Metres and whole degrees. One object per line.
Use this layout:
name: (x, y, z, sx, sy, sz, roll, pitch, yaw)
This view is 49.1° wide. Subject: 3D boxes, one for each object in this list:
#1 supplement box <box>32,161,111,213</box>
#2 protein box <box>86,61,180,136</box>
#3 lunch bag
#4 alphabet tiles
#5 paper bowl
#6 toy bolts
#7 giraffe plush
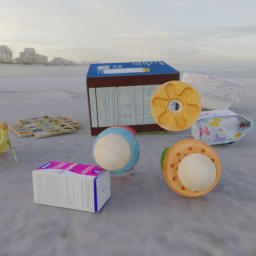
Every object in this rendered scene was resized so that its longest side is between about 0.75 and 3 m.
supplement box: (-0.948, 0.970, 4.771, 1.175, 0.607, 0.595, 2, 13, 16)
protein box: (0.100, -1.225, 10.161, 2.943, 1.986, 2.922, -3, 21, -4)
lunch bag: (2.733, -0.038, 8.326, 1.573, 1.000, 1.334, -9, 11, 5)
alphabet tiles: (-3.035, -0.100, 10.166, 2.173, 0.083, 2.611, -12, 19, -33)
paper bowl: (3.994, -1.726, 13.738, 2.884, 1.500, 2.884, 12, 9, -2)
toy bolts: (0.466, 0.158, 5.064, 2.289, 2.187, 1.588, -3, -2, 4)
giraffe plush: (-3.836, 0.205, 6.460, 1.836, 1.953, 2.264, -19, 56, -28)
